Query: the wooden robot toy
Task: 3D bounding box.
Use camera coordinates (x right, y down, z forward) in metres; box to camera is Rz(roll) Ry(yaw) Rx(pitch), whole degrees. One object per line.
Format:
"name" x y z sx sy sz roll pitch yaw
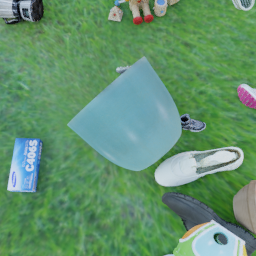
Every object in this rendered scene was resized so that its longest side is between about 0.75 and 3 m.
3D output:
"wooden robot toy" 0.593 -4.556 9.827 2.771 1.257 1.221 -13 71 -4

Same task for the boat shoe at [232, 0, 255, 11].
"boat shoe" 2.338 -3.489 5.962 0.719 1.996 0.619 -24 28 20

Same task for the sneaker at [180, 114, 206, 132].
"sneaker" 1.941 -0.159 8.650 0.999 0.568 0.377 7 71 2

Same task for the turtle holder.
"turtle holder" 1.487 2.182 4.520 1.030 1.102 1.451 -56 35 -7

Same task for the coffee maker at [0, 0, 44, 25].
"coffee maker" -3.846 -4.457 9.910 1.552 1.045 1.491 7 70 1

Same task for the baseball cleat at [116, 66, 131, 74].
"baseball cleat" -0.056 -1.519 7.865 0.299 0.858 0.457 13 111 28

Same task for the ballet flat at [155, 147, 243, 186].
"ballet flat" 2.071 1.000 8.087 2.657 0.923 0.923 -12 71 -4

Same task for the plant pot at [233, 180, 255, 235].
"plant pot" 3.306 2.191 7.579 0.696 1.509 1.509 -13 67 34

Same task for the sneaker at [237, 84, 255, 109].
"sneaker" 4.228 -0.948 8.943 1.545 0.629 0.682 37 73 3

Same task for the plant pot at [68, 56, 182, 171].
"plant pot" 0.112 -0.178 7.631 2.737 2.737 2.197 -42 97 -13

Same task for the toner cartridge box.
"toner cartridge box" -3.042 1.090 8.336 0.738 0.335 1.553 1 71 0

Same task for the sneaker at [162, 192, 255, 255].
"sneaker" 2.015 2.728 7.453 2.772 1.053 1.258 32 83 14
